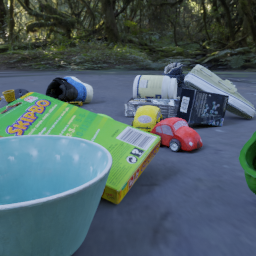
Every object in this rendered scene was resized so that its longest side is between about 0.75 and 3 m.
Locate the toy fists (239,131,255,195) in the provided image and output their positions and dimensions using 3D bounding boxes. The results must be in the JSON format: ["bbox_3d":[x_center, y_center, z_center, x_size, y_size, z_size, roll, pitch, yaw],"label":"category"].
[{"bbox_3d":[2.094,0.033,3.244,0.979,1.920,0.660,39,2,-34],"label":"toy fists"}]

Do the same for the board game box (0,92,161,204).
[{"bbox_3d":[-0.979,0.132,4.443,2.702,0.405,1.291,22,40,21],"label":"board game box"}]

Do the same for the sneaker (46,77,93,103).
[{"bbox_3d":[-2.906,-1.714,12.208,1.612,1.112,2.897,1,17,-39],"label":"sneaker"}]

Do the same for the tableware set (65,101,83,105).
[{"bbox_3d":[-2.383,-0.932,11.090,1.161,0.178,0.782,-4,5,-10],"label":"tableware set"}]

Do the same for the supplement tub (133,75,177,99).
[{"bbox_3d":[1.119,-1.541,11.408,1.635,1.186,1.186,4,14,16],"label":"supplement tub"}]

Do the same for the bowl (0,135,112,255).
[{"bbox_3d":[-1.028,0.728,2.688,1.765,0.923,1.765,0,13,0],"label":"bowl"}]

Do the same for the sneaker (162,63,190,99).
[{"bbox_3d":[2.487,-2.045,12.489,2.349,1.697,0.893,-7,13,-31],"label":"sneaker"}]

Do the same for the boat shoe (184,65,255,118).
[{"bbox_3d":[2.973,-1.181,8.840,2.455,0.762,0.884,33,-1,11],"label":"boat shoe"}]

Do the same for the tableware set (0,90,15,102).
[{"bbox_3d":[-4.878,-0.724,8.796,2.623,0.403,1.767,-25,27,-36],"label":"tableware set"}]

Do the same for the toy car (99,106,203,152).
[{"bbox_3d":[0.009,-0.058,6.533,2.626,0.622,2.791,-3,14,-14],"label":"toy car"}]

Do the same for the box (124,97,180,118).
[{"bbox_3d":[0.864,-0.696,9.488,1.787,0.445,1.410,3,14,10],"label":"box"}]

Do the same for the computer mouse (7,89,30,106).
[{"bbox_3d":[-4.333,-1.418,12.258,1.666,0.546,2.372,-5,15,-16],"label":"computer mouse"}]

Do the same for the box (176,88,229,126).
[{"bbox_3d":[2.050,-0.574,7.728,1.190,0.883,0.637,4,11,-26],"label":"box"}]
